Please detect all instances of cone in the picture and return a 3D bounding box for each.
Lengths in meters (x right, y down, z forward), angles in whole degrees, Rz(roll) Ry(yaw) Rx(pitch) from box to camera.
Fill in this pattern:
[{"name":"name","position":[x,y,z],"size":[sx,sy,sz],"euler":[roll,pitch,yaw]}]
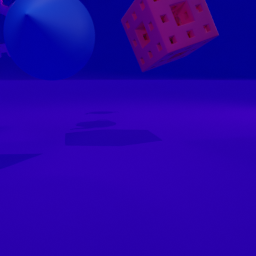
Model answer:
[{"name":"cone","position":[-1.280,-1.485,4.096],"size":[1.548,1.548,1.554],"euler":[-1,9,-5]}]

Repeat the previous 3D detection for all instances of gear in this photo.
[{"name":"gear","position":[-3.584,-2.765,7.771],"size":[1.550,1.550,0.287],"euler":[-2,21,-13]}]

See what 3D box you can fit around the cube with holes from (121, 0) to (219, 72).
[{"name":"cube with holes","position":[0.882,-2.271,6.319],"size":[1.340,1.340,1.340],"euler":[-24,3,-20]}]
